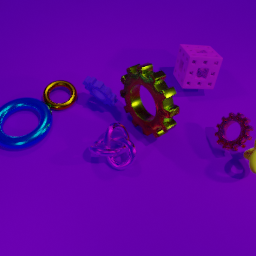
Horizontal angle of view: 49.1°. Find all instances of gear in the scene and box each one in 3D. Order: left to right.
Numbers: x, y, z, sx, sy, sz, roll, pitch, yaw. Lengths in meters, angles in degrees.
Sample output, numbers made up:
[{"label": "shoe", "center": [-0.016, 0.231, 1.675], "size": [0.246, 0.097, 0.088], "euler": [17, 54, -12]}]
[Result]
[{"label": "gear", "center": [-0.861, -1.124, 8.647], "size": [1.181, 1.181, 0.218], "euler": [31, 76, 19]}, {"label": "gear", "center": [0.543, -0.754, 7.835], "size": [0.382, 2.063, 2.063], "euler": [-26, 59, -29]}, {"label": "gear", "center": [2.908, 0.101, 7.738], "size": [0.197, 1.065, 1.065], "euler": [16, 47, -35]}]

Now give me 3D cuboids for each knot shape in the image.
[{"label": "knot shape", "center": [-0.342, 0.428, 7.891], "size": [1.347, 0.623, 1.261], "euler": [20, 57, 3]}, {"label": "knot shape", "center": [3.492, 0.601, 7.346], "size": [0.497, 1.007, 1.076], "euler": [27, 37, 7]}]

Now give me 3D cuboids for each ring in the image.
[{"label": "ring", "center": [-3.222, -0.182, 8.482], "size": [1.875, 0.375, 1.875], "euler": [-1, 55, 1]}, {"label": "ring", "center": [-2.215, -1.088, 9.134], "size": [1.118, 0.224, 1.118], "euler": [2, 64, -3]}]

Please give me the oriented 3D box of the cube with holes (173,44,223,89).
[{"label": "cube with holes", "center": [2.213, -1.983, 9.057], "size": [1.060, 1.060, 1.060], "euler": [0, 36, -10]}]
